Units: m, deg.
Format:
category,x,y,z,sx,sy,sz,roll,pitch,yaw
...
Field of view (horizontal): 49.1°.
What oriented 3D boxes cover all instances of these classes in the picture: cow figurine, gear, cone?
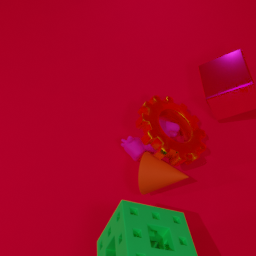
category,x,y,z,sx,sy,sz,roll,pitch,yaw
cow figurine,0.546,0.271,7.098,1.277,0.712,1.298,19,64,6
gear,1.077,0.028,6.858,1.843,0.341,1.843,18,49,-22
cone,0.879,1.078,6.427,1.015,1.011,1.011,2,67,21

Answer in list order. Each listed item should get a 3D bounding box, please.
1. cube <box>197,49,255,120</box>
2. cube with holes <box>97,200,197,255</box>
category,x,y,z,sx,sy,sz,roll,pitch,yaw
cube,2.523,-1.048,7.028,1.110,1.110,1.110,-19,55,24
cube with holes,0.306,2.441,5.234,1.366,1.366,1.366,17,31,-18
